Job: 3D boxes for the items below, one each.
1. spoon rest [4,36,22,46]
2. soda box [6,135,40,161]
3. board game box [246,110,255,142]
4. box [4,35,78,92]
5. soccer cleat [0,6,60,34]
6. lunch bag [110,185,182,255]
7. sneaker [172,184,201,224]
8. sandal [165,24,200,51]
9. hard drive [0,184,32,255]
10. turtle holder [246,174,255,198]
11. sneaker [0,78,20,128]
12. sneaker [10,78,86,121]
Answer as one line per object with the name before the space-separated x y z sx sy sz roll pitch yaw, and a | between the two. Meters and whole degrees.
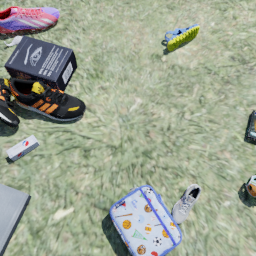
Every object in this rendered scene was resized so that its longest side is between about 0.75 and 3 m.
spoon rest | -4.751 -3.611 11.695 0.791 0.240 0.393 -29 69 -27
soda box | -3.598 0.690 9.623 1.036 0.353 0.330 -33 70 -14
board game box | 5.151 0.141 9.939 1.689 0.238 1.143 20 67 9
box | -3.231 -2.344 10.592 2.110 1.101 1.562 18 67 8
soccer cleat | -4.262 -4.651 11.684 2.740 1.048 0.914 -13 66 -5
lunch bag | 0.519 2.803 8.376 1.690 0.797 2.109 -29 71 -11
sneaker | 1.811 2.322 8.673 0.526 0.640 1.391 30 78 12
sandal | 2.197 -3.894 11.575 1.717 0.682 0.747 -28 64 -14
hard drive | -4.543 3.087 8.454 2.055 0.484 2.945 18 67 8
turtle holder | 4.194 1.796 8.921 0.666 0.713 0.938 33 70 14
sneaker | -4.668 -1.232 10.153 2.801 0.980 1.260 39 74 18
sneaker | -2.879 -1.054 9.926 2.764 1.243 0.966 14 66 6
